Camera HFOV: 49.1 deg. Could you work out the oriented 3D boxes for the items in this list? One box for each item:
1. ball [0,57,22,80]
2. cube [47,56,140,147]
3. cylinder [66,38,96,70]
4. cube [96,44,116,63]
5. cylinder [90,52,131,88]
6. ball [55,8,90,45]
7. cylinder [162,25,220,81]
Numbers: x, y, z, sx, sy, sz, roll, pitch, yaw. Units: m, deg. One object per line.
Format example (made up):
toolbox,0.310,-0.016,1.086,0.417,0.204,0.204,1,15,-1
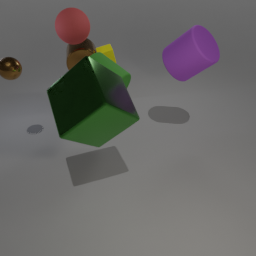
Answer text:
ball,-3.605,-1.811,8.546,0.700,0.700,0.700,0,32,0
cube,-0.833,-0.553,6.696,1.400,1.400,1.400,21,41,-54
cylinder,-2.115,-3.257,12.872,1.400,1.400,1.400,-5,39,-8
cube,-0.999,-3.276,12.689,0.700,0.700,0.700,-18,40,-2
cylinder,-0.847,-1.740,10.008,1.400,1.400,1.400,38,43,11
ball,-2.224,-4.091,11.276,1.400,1.400,1.400,0,32,0
cylinder,2.135,-2.516,9.562,1.400,1.400,1.400,-29,6,46
